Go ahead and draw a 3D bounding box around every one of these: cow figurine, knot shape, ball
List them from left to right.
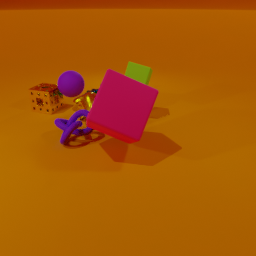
[{"bbox_3d":[-2.013,-1.554,9.926,0.939,0.939,0.939,0,26,0],"label":"ball"},{"bbox_3d":[-1.601,0.005,7.990,1.213,0.561,1.135,-5,35,22],"label":"knot shape"},{"bbox_3d":[-0.887,-0.631,8.798,1.415,0.789,1.438,-28,67,8],"label":"cow figurine"}]

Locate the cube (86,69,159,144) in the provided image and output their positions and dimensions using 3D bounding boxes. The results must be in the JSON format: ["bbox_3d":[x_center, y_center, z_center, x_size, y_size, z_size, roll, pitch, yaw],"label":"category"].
[{"bbox_3d":[-0.197,-0.474,7.126,1.336,1.336,1.336,23,-9,-6],"label":"cube"}]

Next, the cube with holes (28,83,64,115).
[{"bbox_3d":[-2.961,-1.085,10.219,0.846,0.846,0.846,9,27,18],"label":"cube with holes"}]

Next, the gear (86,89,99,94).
[{"bbox_3d":[-1.100,-1.342,11.468,1.283,0.237,1.283,0,26,0],"label":"gear"}]

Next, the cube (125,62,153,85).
[{"bbox_3d":[0.328,-1.688,9.259,0.750,0.750,0.750,18,8,8],"label":"cube"}]
